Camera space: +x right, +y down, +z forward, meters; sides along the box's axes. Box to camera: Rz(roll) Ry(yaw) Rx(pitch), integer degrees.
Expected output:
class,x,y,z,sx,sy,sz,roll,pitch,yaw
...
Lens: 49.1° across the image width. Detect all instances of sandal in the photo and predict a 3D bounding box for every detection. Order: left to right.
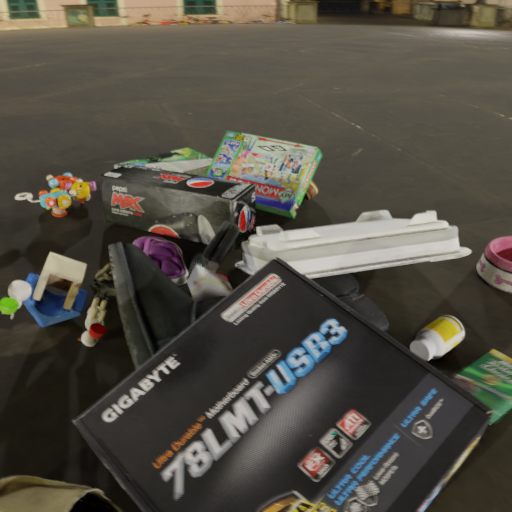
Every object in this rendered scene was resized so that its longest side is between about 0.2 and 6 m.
class,x,y,z,sx,sy,sz,roll,pitch,yaw
sandal,-1.735,-0.050,10.376,0.796,0.481,1.955,-15,32,-26

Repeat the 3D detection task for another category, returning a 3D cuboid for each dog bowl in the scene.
class,x,y,z,sx,sy,sz,roll,pitch,yaw
dog bowl,4.720,0.146,9.963,1.463,0.540,1.463,-1,29,0

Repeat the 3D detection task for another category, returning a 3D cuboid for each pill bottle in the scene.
class,x,y,z,sx,sy,sz,roll,pitch,yaw
pill bottle,2.597,1.208,8.085,0.822,0.460,0.460,-22,36,-36

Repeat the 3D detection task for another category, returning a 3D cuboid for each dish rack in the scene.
class,x,y,z,sx,sy,sz,roll,pitch,yaw
dish rack,1.449,-0.257,9.438,3.404,0.741,2.921,-8,8,-12

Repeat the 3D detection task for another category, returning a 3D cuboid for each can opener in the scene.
class,x,y,z,sx,sy,sz,roll,pitch,yaw
can opener,-0.741,-0.068,9.753,0.377,0.473,1.414,26,65,10

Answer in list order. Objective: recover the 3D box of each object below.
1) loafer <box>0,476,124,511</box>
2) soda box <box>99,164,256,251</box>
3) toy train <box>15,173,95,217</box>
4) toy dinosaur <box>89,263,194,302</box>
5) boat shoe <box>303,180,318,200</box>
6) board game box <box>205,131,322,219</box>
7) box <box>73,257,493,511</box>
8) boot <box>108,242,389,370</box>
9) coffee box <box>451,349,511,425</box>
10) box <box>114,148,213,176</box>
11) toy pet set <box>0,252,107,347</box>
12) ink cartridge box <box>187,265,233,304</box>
class,x,y,z,sx,sy,sz,roll,pitch,yaw
loafer,-1.764,2.546,5.321,2.197,0.741,0.835,10,30,18
soda box,-1.629,-1.064,11.557,3.188,1.128,1.010,13,28,23
toy train,-4.516,-1.377,12.847,1.423,0.527,1.894,7,26,15
toy dinosaur,-1.846,0.625,9.046,2.783,0.661,1.227,22,29,28
boat shoe,0.362,-1.877,13.516,2.465,0.887,0.832,30,77,27
board game box,0.066,-1.924,12.923,2.499,0.364,1.682,16,73,28
box,0.230,1.719,5.567,2.931,0.728,2.909,-37,56,-24
boot,-0.200,0.633,8.050,3.379,1.109,2.785,-14,54,-17
coffee box,3.105,1.694,7.386,1.156,0.254,0.711,-19,35,-33
box,-2.273,-2.223,14.459,2.244,0.408,1.619,-20,35,-34
toy pet set,-3.215,0.772,8.281,1.900,1.009,1.774,21,24,-18
ink cartridge box,-0.691,0.560,8.850,0.611,0.351,0.842,24,15,-26
